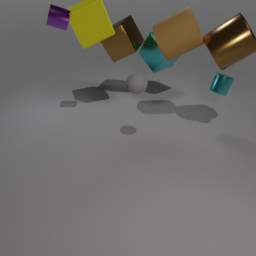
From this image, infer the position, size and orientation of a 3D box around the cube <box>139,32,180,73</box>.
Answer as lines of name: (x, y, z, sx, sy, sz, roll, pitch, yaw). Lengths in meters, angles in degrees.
cube: (1.638, -3.789, 13.676, 1.400, 1.400, 1.400, -26, 75, -32)

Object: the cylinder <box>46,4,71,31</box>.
cylinder: (-2.425, -3.851, 9.771, 0.700, 0.700, 0.700, 12, 24, -20)

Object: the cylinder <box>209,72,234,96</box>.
cylinder: (3.546, -1.672, 10.634, 0.700, 0.700, 0.700, 17, 22, -7)

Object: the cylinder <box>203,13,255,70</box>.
cylinder: (3.549, -2.944, 9.669, 1.400, 1.400, 1.400, -29, 18, 25)

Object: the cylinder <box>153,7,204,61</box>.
cylinder: (1.808, -3.335, 10.009, 1.400, 1.400, 1.400, -22, 21, 24)

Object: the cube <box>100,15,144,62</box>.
cube: (-0.292, -4.244, 13.356, 1.400, 1.400, 1.400, -16, 29, 33)

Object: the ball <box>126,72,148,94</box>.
ball: (0.296, -1.462, 9.152, 0.700, 0.700, 0.700, 0, 29, 0)

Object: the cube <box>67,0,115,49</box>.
cube: (-1.545, -4.251, 11.210, 1.400, 1.400, 1.400, -27, 34, -2)
